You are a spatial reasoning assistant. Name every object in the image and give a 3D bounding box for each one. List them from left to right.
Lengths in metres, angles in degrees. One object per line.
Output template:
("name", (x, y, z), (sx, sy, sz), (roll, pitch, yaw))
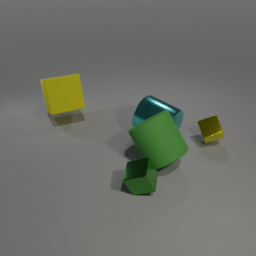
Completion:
("cube", (-2.709, -1.412, 11.572), (1.400, 1.400, 1.400), (-14, 13, -20))
("cube", (0.363, 1.363, 7.883), (0.700, 0.700, 0.700), (-15, 36, 25))
("cylinder", (1.097, -0.307, 10.309), (1.400, 1.400, 1.400), (29, 39, 25))
("cylinder", (0.941, 0.366, 8.729), (1.400, 1.400, 1.400), (-29, 2, 1))
("cube", (2.969, 0.063, 10.039), (0.700, 0.700, 0.700), (-21, 63, 13))
